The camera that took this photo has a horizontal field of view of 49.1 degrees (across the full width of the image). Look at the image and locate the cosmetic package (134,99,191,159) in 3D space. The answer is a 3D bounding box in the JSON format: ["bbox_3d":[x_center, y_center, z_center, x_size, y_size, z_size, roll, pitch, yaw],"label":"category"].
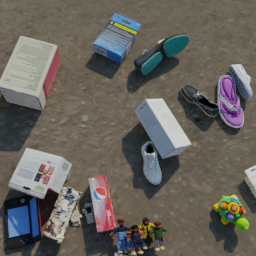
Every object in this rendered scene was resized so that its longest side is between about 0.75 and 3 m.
[{"bbox_3d":[1.278,-0.026,10.399,1.086,0.763,2.142,-7,61,-46],"label":"cosmetic package"}]

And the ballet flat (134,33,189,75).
[{"bbox_3d":[1.335,-3.266,11.895,2.682,0.980,0.980,-37,73,-8],"label":"ballet flat"}]

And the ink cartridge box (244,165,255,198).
[{"bbox_3d":[4.682,1.948,10.065,0.651,0.377,1.118,-23,71,-9],"label":"ink cartridge box"}]

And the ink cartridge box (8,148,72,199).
[{"bbox_3d":[-3.061,1.636,9.733,1.696,0.711,1.489,11,67,27],"label":"ink cartridge box"}]

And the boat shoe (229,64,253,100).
[{"bbox_3d":[4.776,-1.966,11.492,0.575,0.633,1.722,-16,68,-5],"label":"boat shoe"}]

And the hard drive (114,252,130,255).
[{"bbox_3d":[0.458,4.955,8.850,2.157,0.408,1.507,12,68,6],"label":"hard drive"}]

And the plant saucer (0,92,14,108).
[{"bbox_3d":[-5.128,-1.420,11.525,1.263,0.186,1.263,0,69,0],"label":"plant saucer"}]

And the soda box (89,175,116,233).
[{"bbox_3d":[-0.897,2.616,9.686,0.641,0.581,1.831,-12,68,-5],"label":"soda box"}]

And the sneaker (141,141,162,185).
[{"bbox_3d":[0.829,1.224,10.121,0.632,0.806,1.623,-13,69,-5],"label":"sneaker"}]

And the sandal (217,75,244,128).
[{"bbox_3d":[4.055,-1.135,11.189,0.957,0.578,2.352,-6,68,-2],"label":"sandal"}]

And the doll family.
[{"bbox_3d":[0.345,3.459,9.182,1.848,0.725,1.068,-4,87,-19],"label":"doll family"}]

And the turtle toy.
[{"bbox_3d":[3.603,2.889,9.537,0.937,0.650,1.286,-25,70,-10],"label":"turtle toy"}]

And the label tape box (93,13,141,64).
[{"bbox_3d":[-0.442,-3.935,12.295,1.378,0.605,1.911,27,70,10],"label":"label tape box"}]

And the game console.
[{"bbox_3d":[-3.520,3.023,9.307,1.432,0.986,1.661,-11,68,-5],"label":"game console"}]

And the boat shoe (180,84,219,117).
[{"bbox_3d":[2.901,-1.213,11.218,0.671,0.579,1.847,-42,74,-15],"label":"boat shoe"}]

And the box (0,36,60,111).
[{"bbox_3d":[-3.816,-2.148,11.111,1.542,1.314,2.412,15,69,-3],"label":"box"}]

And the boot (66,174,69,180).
[{"bbox_3d":[-2.570,1.873,10.069,0.932,0.421,0.339,-34,72,-13],"label":"boot"}]

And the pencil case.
[{"bbox_3d":[-2.197,2.891,9.478,0.801,0.697,1.791,-1,61,41],"label":"pencil case"}]

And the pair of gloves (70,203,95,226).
[{"bbox_3d":[-1.605,3.009,9.765,0.837,0.147,0.712,-8,68,-2],"label":"pair of gloves"}]
